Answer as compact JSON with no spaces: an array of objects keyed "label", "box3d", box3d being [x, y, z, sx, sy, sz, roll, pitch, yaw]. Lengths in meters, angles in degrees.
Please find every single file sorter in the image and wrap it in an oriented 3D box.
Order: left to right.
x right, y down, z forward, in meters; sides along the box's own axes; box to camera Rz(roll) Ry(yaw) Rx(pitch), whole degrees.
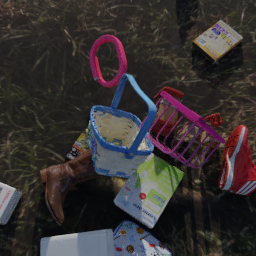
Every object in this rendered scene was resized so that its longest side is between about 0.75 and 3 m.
[{"label":"file sorter","box3d":[1.778,0.207,9.277,1.507,2.402,1.669,-52,51,7]}]

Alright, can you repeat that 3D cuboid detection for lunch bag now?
[{"label":"lunch bag","box3d":[0.227,4.113,9.016,2.137,0.808,1.713,31,34,13]}]

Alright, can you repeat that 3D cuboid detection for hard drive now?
[{"label":"hard drive","box3d":[-1.641,4.299,8.745,2.852,0.375,1.881,-19,65,28]}]

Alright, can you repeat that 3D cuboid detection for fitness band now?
[{"label":"fitness band","box3d":[-0.837,-2.769,11.566,1.573,0.410,2.190,-23,73,30]}]

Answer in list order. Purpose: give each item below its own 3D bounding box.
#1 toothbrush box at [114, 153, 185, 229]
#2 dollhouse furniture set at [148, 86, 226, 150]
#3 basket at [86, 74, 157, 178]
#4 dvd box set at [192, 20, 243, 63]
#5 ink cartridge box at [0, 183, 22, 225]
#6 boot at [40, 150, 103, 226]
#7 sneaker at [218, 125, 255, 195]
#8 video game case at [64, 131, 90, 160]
[{"label":"toothbrush box","box3d":[0.758,2.205,10.093,1.608,0.951,2.209,32,73,12]},{"label":"dollhouse furniture set","box3d":[2.356,-0.277,11.151,2.921,1.188,1.572,21,68,-9]},{"label":"basket","box3d":[-0.184,0.003,9.184,2.064,2.967,2.616,15,26,-27]},{"label":"dvd box set","box3d":[4.132,-4.013,12.955,1.946,0.286,1.424,-39,73,-15]},{"label":"ink cartridge box","box3d":[-4.947,2.537,10.062,1.737,0.760,1.262,20,69,7]},{"label":"boot","box3d":[-1.792,2.049,10.183,2.403,0.772,2.239,-20,71,-6]},{"label":"sneaker","box3d":[4.439,1.281,10.591,1.499,1.017,2.595,20,82,-1]},{"label":"video game case","box3d":[-1.587,0.970,11.004,1.375,0.175,1.242,30,72,12]}]
